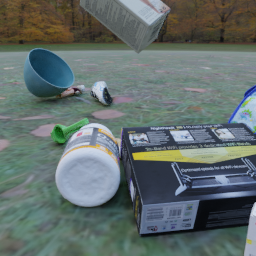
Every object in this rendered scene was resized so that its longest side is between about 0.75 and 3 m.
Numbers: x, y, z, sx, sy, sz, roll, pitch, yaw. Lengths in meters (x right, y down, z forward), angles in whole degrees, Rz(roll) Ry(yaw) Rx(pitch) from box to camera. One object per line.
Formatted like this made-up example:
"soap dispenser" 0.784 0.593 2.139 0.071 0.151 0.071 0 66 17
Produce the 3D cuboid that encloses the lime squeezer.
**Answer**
"lime squeezer" -1.409 0.113 6.679 0.863 0.461 2.445 -6 -2 -12

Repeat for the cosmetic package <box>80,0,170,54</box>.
"cosmetic package" -0.150 -3.687 8.528 2.532 1.309 1.105 42 63 5

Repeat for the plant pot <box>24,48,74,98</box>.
"plant pot" -3.344 -1.978 11.190 1.325 1.967 1.967 -40 -4 32

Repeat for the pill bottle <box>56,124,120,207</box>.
"pill bottle" -0.645 0.539 4.974 0.995 0.995 1.709 -1 18 -3

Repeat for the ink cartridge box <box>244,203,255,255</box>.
"ink cartridge box" 1.619 1.283 3.096 0.550 0.758 0.316 11 21 29

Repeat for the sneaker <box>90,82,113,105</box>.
"sneaker" -1.090 -1.320 11.101 0.750 0.744 2.070 -24 23 0

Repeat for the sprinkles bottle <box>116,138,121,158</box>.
"sprinkles bottle" 0.074 0.544 5.872 0.385 0.385 1.128 -14 23 -37

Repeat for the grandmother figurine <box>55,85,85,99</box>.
"grandmother figurine" -2.462 -1.617 12.291 0.877 0.438 1.447 24 31 32

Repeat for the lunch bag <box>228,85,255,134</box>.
"lunch bag" 2.998 -0.259 5.935 1.252 1.473 0.939 38 -3 -35

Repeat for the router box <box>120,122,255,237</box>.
"router box" 1.190 0.669 4.553 2.438 0.637 1.917 -2 31 -9
